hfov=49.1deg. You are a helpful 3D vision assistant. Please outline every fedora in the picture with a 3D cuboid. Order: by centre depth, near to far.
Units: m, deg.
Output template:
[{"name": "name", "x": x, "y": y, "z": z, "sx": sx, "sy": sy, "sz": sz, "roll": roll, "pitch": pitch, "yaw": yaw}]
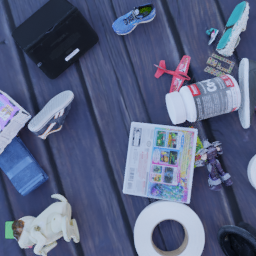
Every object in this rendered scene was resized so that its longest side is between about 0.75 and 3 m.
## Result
[{"name": "fedora", "x": 4.590, "y": 4.480, "z": 10.874, "sx": 1.015, "sy": 2.221, "sz": 2.221, "roll": -34, "pitch": 86, "yaw": -35}]

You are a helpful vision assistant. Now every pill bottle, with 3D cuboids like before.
[{"name": "pill bottle", "x": 2.941, "y": -1.098, "z": 11.186, "sx": 2.608, "sy": 1.485, "sz": 1.485, "roll": -15, "pitch": 86, "yaw": -2}]

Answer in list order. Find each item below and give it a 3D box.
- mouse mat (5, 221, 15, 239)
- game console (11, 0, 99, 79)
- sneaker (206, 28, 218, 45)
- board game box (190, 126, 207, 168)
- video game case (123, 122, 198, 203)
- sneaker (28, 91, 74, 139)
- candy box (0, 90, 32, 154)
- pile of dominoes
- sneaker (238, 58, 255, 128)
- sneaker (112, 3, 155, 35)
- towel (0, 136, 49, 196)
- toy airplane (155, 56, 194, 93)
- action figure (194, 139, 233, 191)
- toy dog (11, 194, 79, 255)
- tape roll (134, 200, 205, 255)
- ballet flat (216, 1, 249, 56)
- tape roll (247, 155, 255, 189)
[{"name": "mouse mat", "x": -4.632, "y": 4.206, "z": 11.560, "sx": 0.897, "sy": 0.034, "sz": 0.722, "roll": 0, "pitch": 86, "yaw": 1}, {"name": "game console", "x": -3.112, "y": -3.915, "z": 12.005, "sx": 2.788, "sy": 1.622, "sz": 2.452, "roll": -42, "pitch": 117, "yaw": -2}, {"name": "sneaker", "x": 3.512, "y": -3.962, "z": 11.972, "sx": 0.459, "sy": 0.318, "sz": 0.760, "roll": 29, "pitch": 79, "yaw": -3}, {"name": "board game box", "x": 2.668, "y": 0.789, "z": 11.623, "sx": 0.779, "sy": 0.365, "sz": 1.534, "roll": -27, "pitch": 86, "yaw": -2}, {"name": "video game case", "x": 1.294, "y": 1.363, "z": 11.362, "sx": 2.696, "sy": 0.351, "sz": 2.962, "roll": 7, "pitch": 87, "yaw": 10}, {"name": "sneaker", "x": -2.982, "y": -0.532, "z": 11.449, "sx": 0.882, "sy": 0.893, "sz": 2.248, "roll": 28, "pitch": 68, "yaw": 41}, {"name": "candy box", "x": -5.306, "y": -0.210, "z": 11.150, "sx": 1.886, "sy": 0.804, "sz": 2.248, "roll": 37, "pitch": 86, "yaw": 25}, {"name": "pile of dominoes", "x": 3.911, "y": -2.632, "z": 11.958, "sx": 1.119, "sy": 0.178, "sz": 0.872, "roll": 23, "pitch": 86, "yaw": 2}, {"name": "sneaker", "x": 5.346, "y": -1.410, "z": 11.428, "sx": 1.449, "sy": 1.033, "sz": 2.921, "roll": 4, "pitch": 82, "yaw": 5}, {"name": "sneaker", "x": 0.222, "y": -4.664, "z": 11.737, "sx": 2.031, "sy": 0.905, "sz": 0.798, "roll": -30, "pitch": 86, "yaw": -1}, {"name": "towel", "x": -4.446, "y": 1.530, "z": 11.482, "sx": 1.293, "sy": 0.562, "sz": 2.315, "roll": -37, "pitch": 88, "yaw": -2}, {"name": "toy airplane", "x": 1.911, "y": -2.291, "z": 11.856, "sx": 1.800, "sy": 0.331, "sz": 1.800, "roll": 0, "pitch": 86, "yaw": 0}, {"name": "action figure", "x": 3.385, "y": 1.425, "z": 11.278, "sx": 1.389, "sy": 0.741, "sz": 2.135, "roll": -23, "pitch": 96, "yaw": -15}, {"name": "toy dog", "x": -3.319, "y": 3.823, "z": 10.853, "sx": 2.273, "sy": 1.586, "sz": 2.204, "roll": -17, "pitch": 74, "yaw": -1}, {"name": "tape roll", "x": 1.635, "y": 4.358, "z": 11.301, "sx": 2.865, "sy": 0.524, "sz": 2.865, "roll": 0, "pitch": 86, "yaw": -1}, {"name": "ballet flat", "x": 4.518, "y": -4.105, "z": 11.870, "sx": 0.859, "sy": 0.859, "sz": 2.394, "roll": 27, "pitch": 89, "yaw": 2}, {"name": "tape roll", "x": 5.893, "y": 1.840, "z": 11.566, "sx": 1.833, "sy": 0.335, "sz": 1.833, "roll": 0, "pitch": 87, "yaw": -1}]
